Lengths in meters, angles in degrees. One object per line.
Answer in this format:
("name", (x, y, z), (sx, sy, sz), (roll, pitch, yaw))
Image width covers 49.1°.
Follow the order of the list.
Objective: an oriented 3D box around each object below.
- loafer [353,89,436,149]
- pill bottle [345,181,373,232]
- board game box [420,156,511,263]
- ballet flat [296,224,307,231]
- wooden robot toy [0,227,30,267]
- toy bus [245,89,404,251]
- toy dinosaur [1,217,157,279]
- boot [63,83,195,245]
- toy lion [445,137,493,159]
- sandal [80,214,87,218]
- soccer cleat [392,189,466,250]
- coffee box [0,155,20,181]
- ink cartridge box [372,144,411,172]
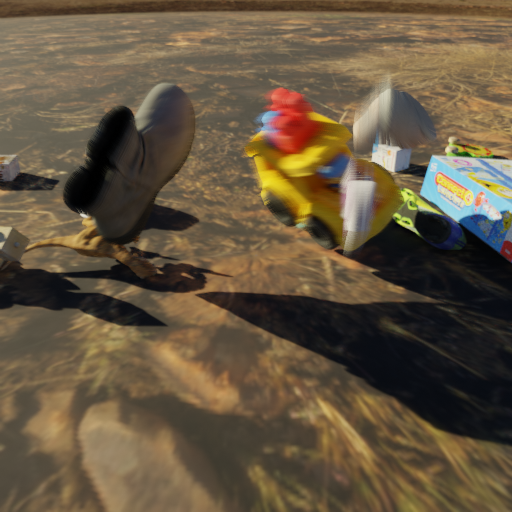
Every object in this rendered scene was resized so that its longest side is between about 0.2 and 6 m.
("loafer", (2.025, -1.925, 8.158), (0.697, 0.798, 2.219), (-30, -9, 28))
("pill bottle", (1.255, -0.610, 6.836), (0.335, 0.596, 0.335), (0, 13, 0))
("board game box", (5.069, -0.884, 10.107), (2.982, 0.833, 2.920), (0, 28, -17))
("ballet flat", (0.855, -1.289, 11.197), (0.855, 0.802, 2.365), (12, 30, -38))
("wooden robot toy", (-4.941, 0.038, 9.134), (2.559, 1.127, 1.161), (9, 65, 15))
("toy bus", (0.993, -1.555, 9.203), (1.641, 2.321, 2.417), (-42, 47, -13))
("toy dinosaur", (-2.855, -0.242, 9.438), (2.580, 0.779, 1.371), (8, 34, 13))
("boot", (-1.786, -1.706, 8.565), (1.035, 1.997, 3.057), (19, 74, 4))
("toy lion", (5.373, -2.585, 14.118), (1.140, 0.408, 1.189), (17, 33, 14))
("sandal", (-3.290, -1.506, 11.740), (0.982, 0.734, 2.563), (-10, 31, -17))
("soccer cleat", (3.158, -0.656, 10.497), (0.818, 0.632, 1.954), (24, 18, -30))
("coffee box", (-6.149, -2.032, 12.992), (1.086, 0.433, 0.621), (-1, 29, -3))
("ink cartridge box", (3.279, -2.434, 13.589), (0.543, 0.553, 0.751), (-19, 35, -31))
